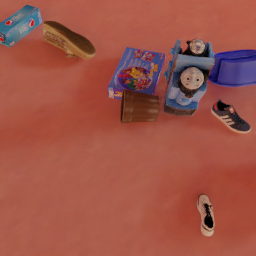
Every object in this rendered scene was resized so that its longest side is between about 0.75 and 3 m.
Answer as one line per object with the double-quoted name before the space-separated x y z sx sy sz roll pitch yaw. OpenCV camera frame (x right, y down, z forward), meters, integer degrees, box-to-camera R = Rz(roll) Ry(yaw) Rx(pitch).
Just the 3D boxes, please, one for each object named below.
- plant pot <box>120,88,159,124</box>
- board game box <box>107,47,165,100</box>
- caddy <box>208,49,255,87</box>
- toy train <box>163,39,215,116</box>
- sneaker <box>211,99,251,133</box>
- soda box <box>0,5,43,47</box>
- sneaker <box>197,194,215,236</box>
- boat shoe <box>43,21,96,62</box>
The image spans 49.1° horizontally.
"plant pot" 0.341 -0.603 8.282 1.046 1.056 1.056 4 52 -7
"board game box" 0.332 -1.806 9.468 1.442 0.480 2.145 13 54 10
"caddy" 3.663 -1.867 9.204 2.009 1.055 1.421 -8 29 -6
"toy train" 1.605 -1.302 7.701 1.154 2.663 1.522 6 77 1
"sneaker" 3.086 -0.377 8.327 1.324 0.559 0.496 38 61 25
"soda box" -4.331 -4.086 11.122 0.679 0.643 2.003 23 56 17
"sneaker" 1.875 1.997 6.611 0.369 0.401 1.001 -2 51 1
"boat shoe" -2.206 -3.142 10.428 2.502 0.784 0.917 39 36 23
